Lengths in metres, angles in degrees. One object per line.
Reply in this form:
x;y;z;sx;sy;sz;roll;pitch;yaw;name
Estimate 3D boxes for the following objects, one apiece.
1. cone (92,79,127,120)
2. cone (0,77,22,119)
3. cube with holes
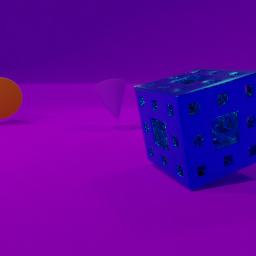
-0.399;-0.675;7.762;1.003;1.007;1.003;-14;-16;-4;cone
-4.311;-1.151;9.100;1.343;1.343;1.348;-7;27;-35;cone
1.021;-0.099;4.168;1.270;1.270;1.270;-18;19;-18;cube with holes
